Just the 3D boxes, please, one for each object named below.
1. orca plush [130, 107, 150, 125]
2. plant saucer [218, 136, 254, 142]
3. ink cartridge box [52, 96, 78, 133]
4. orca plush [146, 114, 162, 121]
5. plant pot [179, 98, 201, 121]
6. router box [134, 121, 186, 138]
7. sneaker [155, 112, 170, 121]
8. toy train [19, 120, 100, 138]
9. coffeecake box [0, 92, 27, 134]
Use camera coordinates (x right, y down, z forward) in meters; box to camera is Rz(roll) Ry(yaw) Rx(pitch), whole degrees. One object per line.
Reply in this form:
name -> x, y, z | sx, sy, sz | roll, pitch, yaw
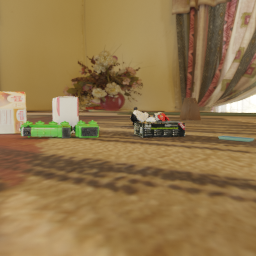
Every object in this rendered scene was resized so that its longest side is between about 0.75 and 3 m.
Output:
orca plush -> 0.420, -0.452, 12.942 | 0.672, 0.994, 1.890 | -35, 8, 20
plant saucer -> 2.800, 0.275, 7.288 | 0.299, 0.081, 0.855 | -4, 5, -42
ink cartridge box -> -2.189, -0.472, 9.699 | 0.672, 1.189, 1.624 | -2, 5, -21
orca plush -> 1.112, -0.202, 11.315 | 0.425, 0.629, 1.195 | 33, -17, -15
plant pot -> 3.986, -1.212, 17.931 | 1.346, 1.440, 1.346 | 0, 4, 0
router box -> 0.926, 0.019, 8.415 | 1.325, 0.412, 0.993 | -1, 4, -12
sneaker -> 1.552, -0.331, 12.586 | 0.673, 0.611, 1.586 | 15, 11, 15
toy train -> -1.879, 0.066, 7.821 | 2.235, 0.466, 0.630 | -1, 15, -11
coffeecake box -> -4.687, -0.551, 9.262 | 2.490, 0.910, 1.911 | -2, 23, -21
